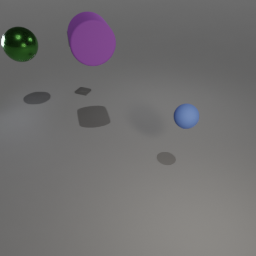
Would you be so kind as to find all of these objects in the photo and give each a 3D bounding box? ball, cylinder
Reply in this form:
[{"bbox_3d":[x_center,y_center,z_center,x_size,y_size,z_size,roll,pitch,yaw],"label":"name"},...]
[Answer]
[{"bbox_3d":[1.619,-0.327,7.778,0.700,0.700,0.700,0,31,0],"label":"ball"},{"bbox_3d":[-1.203,-2.884,9.007,1.400,1.400,1.400,-7,33,-11],"label":"cylinder"},{"bbox_3d":[-4.407,-3.420,11.485,1.400,1.400,1.400,0,31,0],"label":"ball"}]

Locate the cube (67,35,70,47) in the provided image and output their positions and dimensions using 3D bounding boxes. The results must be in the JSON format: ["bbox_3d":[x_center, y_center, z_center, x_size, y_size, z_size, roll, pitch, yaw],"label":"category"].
[{"bbox_3d":[-2.128,-3.925,12.124,0.700,0.700,0.700,15,42,19],"label":"cube"}]
